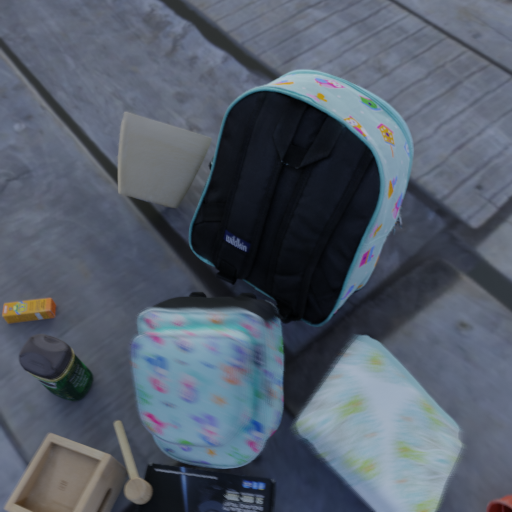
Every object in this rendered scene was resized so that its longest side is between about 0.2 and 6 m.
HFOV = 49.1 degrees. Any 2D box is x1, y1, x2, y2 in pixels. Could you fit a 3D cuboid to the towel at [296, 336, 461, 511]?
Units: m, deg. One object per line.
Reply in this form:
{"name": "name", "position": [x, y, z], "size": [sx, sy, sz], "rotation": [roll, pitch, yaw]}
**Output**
{"name": "towel", "position": [1.967, 2.644, 8.478], "size": [2.371, 0.571, 2.030], "rotation": [45, 48, 2]}

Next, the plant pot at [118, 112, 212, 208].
{"name": "plant pot", "position": [-1.970, -1.778, 11.066], "size": [1.658, 1.656, 1.468], "rotation": [13, 93, -16]}

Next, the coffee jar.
{"name": "coffee jar", "position": [-3.240, 1.829, 9.128], "size": [0.779, 1.493, 0.637], "rotation": [17, 62, 11]}

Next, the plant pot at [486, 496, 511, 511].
{"name": "plant pot", "position": [4.191, 3.868, 8.222], "size": [1.069, 1.099, 1.099], "rotation": [-20, 60, -21]}

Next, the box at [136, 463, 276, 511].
{"name": "box", "position": [-0.763, 4.031, 8.175], "size": [1.956, 0.842, 1.602], "rotation": [7, 60, 4]}

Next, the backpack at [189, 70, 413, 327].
{"name": "backpack", "position": [0.901, -1.182, 9.625], "size": [3.330, 3.788, 2.904], "rotation": [34, 47, 20]}

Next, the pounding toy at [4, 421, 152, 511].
{"name": "pounding toy", "position": [-2.357, 3.393, 8.409], "size": [1.924, 0.880, 1.690], "rotation": [10, 55, 22]}

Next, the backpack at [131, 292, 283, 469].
{"name": "backpack", "position": [-0.695, 1.948, 8.487], "size": [2.192, 1.859, 2.469], "rotation": [-1, 101, 18]}

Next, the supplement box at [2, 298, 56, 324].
{"name": "supplement box", "position": [-4.187, 1.014, 10.338], "size": [0.885, 0.304, 0.294], "rotation": [-8, 57, -2]}
